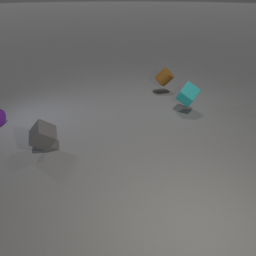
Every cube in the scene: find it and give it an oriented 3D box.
[{"bbox_3d":[-2.942,0.247,9.671,0.700,0.700,0.700,25,32,-36],"label":"cube"},{"bbox_3d":[2.666,-1.497,12.442,0.700,0.700,0.700,37,70,5],"label":"cube"}]

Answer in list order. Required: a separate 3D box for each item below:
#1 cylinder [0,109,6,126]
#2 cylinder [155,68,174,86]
[{"bbox_3d":[-5.569,-0.448,11.605,0.700,0.700,0.700,5,28,9],"label":"cylinder"},{"bbox_3d":[1.888,-2.636,14.498,0.700,0.700,0.700,36,28,-23],"label":"cylinder"}]
